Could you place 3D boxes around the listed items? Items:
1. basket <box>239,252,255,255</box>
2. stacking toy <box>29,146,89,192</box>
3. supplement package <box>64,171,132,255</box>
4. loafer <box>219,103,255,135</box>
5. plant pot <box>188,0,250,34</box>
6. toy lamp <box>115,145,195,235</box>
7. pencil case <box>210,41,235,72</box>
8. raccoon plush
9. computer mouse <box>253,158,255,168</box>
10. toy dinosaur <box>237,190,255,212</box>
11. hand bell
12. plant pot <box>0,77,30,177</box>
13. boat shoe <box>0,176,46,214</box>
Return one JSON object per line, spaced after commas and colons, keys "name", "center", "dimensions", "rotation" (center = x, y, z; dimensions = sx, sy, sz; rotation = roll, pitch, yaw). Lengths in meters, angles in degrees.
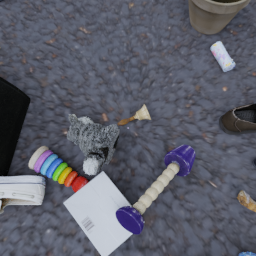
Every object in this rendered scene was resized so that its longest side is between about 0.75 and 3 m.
{"name": "basket", "center": [2.848, 3.528, 6.498], "dimensions": [1.739, 1.534, 1.210], "rotation": [26, 73, -2]}
{"name": "stacking toy", "center": [-1.885, 1.272, 7.914], "dimensions": [1.757, 0.750, 0.750], "rotation": [33, 72, 5]}
{"name": "supplement package", "center": [-0.612, 2.256, 7.314], "dimensions": [1.301, 0.926, 1.670], "rotation": [-37, 72, -14]}
{"name": "loafer", "center": [4.100, -0.351, 8.363], "dimensions": [2.569, 0.916, 0.938], "rotation": [-12, 69, -5]}
{"name": "plant pot", "center": [2.897, -4.243, 9.397], "dimensions": [2.165, 1.879, 2.165], "rotation": [0, 67, 0]}
{"name": "toy lamp", "center": [0.886, 1.423, 7.307], "dimensions": [0.850, 0.850, 2.922], "rotation": [37, 50, 13]}
{"name": "pencil case", "center": [3.188, -2.403, 9.428], "dimensions": [0.430, 0.469, 1.034], "rotation": [-21, 69, -6]}
{"name": "raccoon plush", "center": [-1.199, 0.278, 7.546], "dimensions": [1.603, 2.392, 1.157], "rotation": [19, 98, 8]}
{"name": "computer mouse", "center": [4.061, 1.014, 8.227], "dimensions": [0.874, 0.201, 0.613], "rotation": [-37, 73, -22]}
{"name": "toy dinosaur", "center": [4.192, 2.499, 7.439], "dimensions": [2.646, 0.799, 1.405], "rotation": [43, 97, 24]}
{"name": "hand bell", "center": [0.149, -0.306, 8.665], "dimensions": [1.015, 0.528, 0.528], "rotation": [-22, 70, 3]}
{"name": "plant pot", "center": [-4.731, -0.337, 7.493], "dimensions": [2.882, 2.557, 2.875], "rotation": [8, 69, 2]}
{"name": "boat shoe", "center": [-3.531, 1.851, 7.530], "dimensions": [2.532, 0.898, 0.884], "rotation": [-2, 62, -8]}
